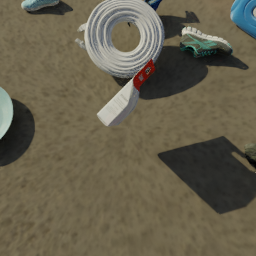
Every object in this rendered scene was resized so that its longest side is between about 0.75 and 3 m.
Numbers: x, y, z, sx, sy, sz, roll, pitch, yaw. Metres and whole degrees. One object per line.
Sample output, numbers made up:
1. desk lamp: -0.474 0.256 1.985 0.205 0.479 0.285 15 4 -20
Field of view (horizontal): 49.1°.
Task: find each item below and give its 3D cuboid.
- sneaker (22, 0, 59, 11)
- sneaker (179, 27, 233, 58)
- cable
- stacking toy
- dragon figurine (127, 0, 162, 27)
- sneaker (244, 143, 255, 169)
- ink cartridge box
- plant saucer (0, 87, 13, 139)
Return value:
1. sneaker: -2.752 -4.003 8.646 1.170 0.479 0.432 -19 70 -7
2. sneaker: 2.192 -2.293 8.062 1.563 0.606 0.713 23 88 12
3. cable: -0.087 -2.444 7.537 2.143 0.742 2.143 -44 98 0
4. stacking toy: 4.487 -4.031 8.288 1.551 1.640 2.827 41 64 9
5. dragon figurine: 0.602 -3.641 8.102 0.563 0.950 1.912 47 56 7
6. sneaker: 3.507 0.733 6.964 1.140 0.436 0.653 1 72 3
7. ink cartridge box: 0.101 -0.673 5.913 1.524 1.238 0.435 -41 86 7
8. plant saucer: -3.946 -0.252 7.337 1.996 0.384 1.996 0 69 0
